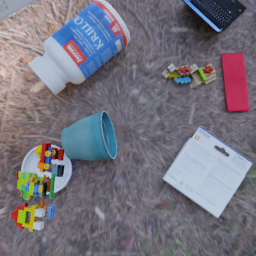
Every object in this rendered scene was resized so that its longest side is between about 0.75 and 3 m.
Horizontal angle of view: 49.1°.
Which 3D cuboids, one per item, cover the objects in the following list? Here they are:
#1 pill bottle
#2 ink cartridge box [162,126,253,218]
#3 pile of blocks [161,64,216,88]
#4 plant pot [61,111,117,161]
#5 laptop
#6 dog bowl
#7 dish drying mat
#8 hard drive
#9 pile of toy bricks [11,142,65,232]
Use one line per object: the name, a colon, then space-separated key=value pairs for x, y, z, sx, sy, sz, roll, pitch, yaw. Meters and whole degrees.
pill bottle: x=-1.379 y=-2.197 z=7.896 sx=2.677 sy=1.503 sz=1.503 roll=-42 pitch=85 yaw=-5
ink cartridge box: x=2.257 y=1.231 z=8.004 sx=1.881 sy=0.383 sz=1.885 roll=36 pitch=84 yaw=4
pile of blocks: x=1.842 y=-1.578 z=8.310 sx=1.648 sy=0.512 sz=0.676 roll=-2 pitch=82 yaw=0
plant pot: x=-1.093 y=0.323 z=7.731 sx=1.252 sy=1.333 sz=1.333 roll=-13 pitch=83 yaw=10
laptop: x=2.577 y=-3.740 z=8.399 sx=1.742 sy=0.900 sz=1.544 roll=-44 pitch=85 yaw=-5
dog bowl: x=-2.249 y=1.165 z=7.935 sx=1.374 sy=0.541 sz=1.374 roll=0 pitch=82 yaw=0
dish drying mat: x=3.238 y=-1.389 z=8.468 sx=0.698 sy=0.165 sz=1.817 roll=-3 pitch=82 yaw=-1
hard drive: x=-2.451 y=-3.216 z=5.967 sx=2.257 sy=1.489 sz=0.301 roll=-37 pitch=75 yaw=-14
pile of toy bricks: x=-1.349 y=0.780 z=4.038 sx=0.595 sy=0.669 sz=1.206 roll=8 pitch=91 yaw=10
